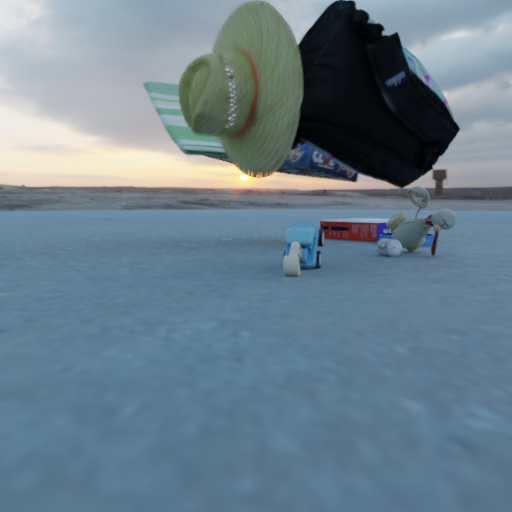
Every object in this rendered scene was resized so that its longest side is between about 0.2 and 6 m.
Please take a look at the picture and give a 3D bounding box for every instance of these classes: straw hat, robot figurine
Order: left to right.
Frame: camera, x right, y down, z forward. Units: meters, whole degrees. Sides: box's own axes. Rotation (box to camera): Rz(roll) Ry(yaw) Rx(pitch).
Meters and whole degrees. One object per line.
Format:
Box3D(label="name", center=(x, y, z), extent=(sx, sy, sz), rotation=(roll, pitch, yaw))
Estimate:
Box3D(label="straw hat", center=(-0.580, -2.640, 9.189), extent=(1.241, 2.933, 2.933), rotation=(-16, 14, -33))
Box3D(label="robot figurine", center=(2.755, -0.167, 11.593), extent=(0.550, 0.366, 0.649), rotation=(8, 2, -26))

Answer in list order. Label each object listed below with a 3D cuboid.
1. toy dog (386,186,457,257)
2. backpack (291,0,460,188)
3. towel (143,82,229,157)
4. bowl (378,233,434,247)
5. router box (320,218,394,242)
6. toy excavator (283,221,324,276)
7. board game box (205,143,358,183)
Box3D(label="toy dog", center=(3.306, -0.485, 11.772), extent=(1.257, 0.918, 1.905), rotation=(40, -17, 13))
Box3D(label="backpack", center=(1.962, -2.638, 9.640), extent=(3.095, 1.959, 2.583), rotation=(26, -50, -25))
Box3D(label="towel", center=(-1.451, -3.264, 13.318), extent=(1.814, 2.378, 0.278), rotation=(-6, -33, -36))
Box3D(label="bowl", center=(3.879, -0.425, 14.429), extent=(1.453, 0.285, 1.453), rotation=(0, 6, 0))
Box3D(label="router box", center=(3.342, -0.782, 16.448), extent=(2.255, 0.551, 2.024), rotation=(-6, 8, -42))
Box3D(label="toy excavator", center=(0.696, -0.113, 9.305), extent=(0.641, 1.249, 1.284), rotation=(2, -22, 16))
Box3D(label="board game box", center=(0.650, -2.531, 14.530), extent=(3.403, 0.589, 2.305), rotation=(14, 6, 38))
